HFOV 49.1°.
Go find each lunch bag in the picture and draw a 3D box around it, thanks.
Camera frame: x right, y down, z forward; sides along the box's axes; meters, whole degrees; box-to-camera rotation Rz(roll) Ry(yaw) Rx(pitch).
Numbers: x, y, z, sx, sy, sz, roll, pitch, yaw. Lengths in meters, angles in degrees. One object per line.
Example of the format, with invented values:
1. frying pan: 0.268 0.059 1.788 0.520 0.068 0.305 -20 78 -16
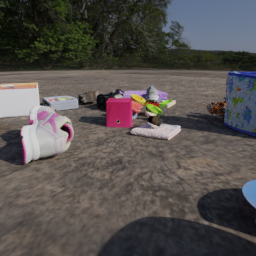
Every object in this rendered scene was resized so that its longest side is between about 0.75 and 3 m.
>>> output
1. lunch bag: 4.666 -0.898 10.092 1.613 2.152 2.531 -12 19 -37

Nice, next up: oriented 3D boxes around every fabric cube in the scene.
1. fabric cube: -0.335 -0.640 11.351 0.998 1.014 1.017 2 15 4

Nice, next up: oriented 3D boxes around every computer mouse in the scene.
1. computer mouse: -0.330 -1.282 13.559 0.994 0.326 1.415 -45 58 -8

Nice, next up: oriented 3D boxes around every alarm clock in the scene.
1. alarm clock: -2.066 -1.825 16.070 1.800 0.599 1.214 -15 9 -30

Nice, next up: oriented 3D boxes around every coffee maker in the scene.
1. coffee maker: -1.048 -1.402 14.781 1.301 0.912 1.354 -16 2 36

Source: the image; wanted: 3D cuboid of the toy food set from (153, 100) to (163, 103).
1. toy food set: 1.619 -1.421 15.238 0.489 0.121 0.769 9 11 41

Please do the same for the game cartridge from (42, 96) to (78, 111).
1. game cartridge: -3.626 -1.383 15.204 1.606 0.493 2.412 -5 15 -27

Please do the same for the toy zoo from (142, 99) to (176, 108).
1. toy zoo: 1.485 -1.431 15.819 2.086 0.213 1.368 7 17 25

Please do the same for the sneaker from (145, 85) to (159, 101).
1. sneaker: 1.414 -2.053 15.986 0.774 0.849 2.070 0 10 -1

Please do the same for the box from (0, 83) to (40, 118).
1. box: -5.327 -1.429 13.698 1.872 1.307 2.459 -5 16 -17

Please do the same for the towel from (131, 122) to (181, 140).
1. towel: 1.040 0.084 10.149 1.456 0.235 1.390 7 17 28

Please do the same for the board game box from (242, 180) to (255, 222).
1. board game box: 2.984 1.481 4.696 2.085 0.406 1.648 15 16 29

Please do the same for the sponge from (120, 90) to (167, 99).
1. sponge: 0.815 -2.085 17.808 2.984 0.445 1.665 -4 15 -12

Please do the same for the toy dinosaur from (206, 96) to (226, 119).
1. toy dinosaur: 4.719 -0.710 11.862 2.568 1.312 1.743 34 53 23

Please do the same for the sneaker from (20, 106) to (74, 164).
1. sneaker: -2.286 0.134 8.396 1.311 1.209 2.972 -1 23 -10

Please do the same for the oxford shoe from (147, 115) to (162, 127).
1. oxford shoe: 0.912 -0.328 10.291 0.450 0.388 1.066 19 2 -9

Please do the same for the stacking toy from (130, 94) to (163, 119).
1. stacking toy: 0.555 -0.688 12.822 1.745 0.814 1.928 30 25 9
